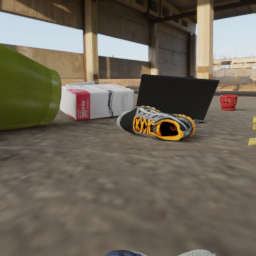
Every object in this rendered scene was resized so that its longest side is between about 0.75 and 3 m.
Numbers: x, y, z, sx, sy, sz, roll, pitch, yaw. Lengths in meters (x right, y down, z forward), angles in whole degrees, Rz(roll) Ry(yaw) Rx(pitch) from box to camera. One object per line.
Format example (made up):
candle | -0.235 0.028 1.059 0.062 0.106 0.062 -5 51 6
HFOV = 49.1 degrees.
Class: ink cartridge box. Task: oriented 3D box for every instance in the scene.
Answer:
ink cartridge box | -1.160 -1.030 10.427 2.307 0.973 1.670 -8 20 -31

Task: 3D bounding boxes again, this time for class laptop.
laptop | 1.301 -0.926 8.847 2.202 1.363 2.352 4 10 -6

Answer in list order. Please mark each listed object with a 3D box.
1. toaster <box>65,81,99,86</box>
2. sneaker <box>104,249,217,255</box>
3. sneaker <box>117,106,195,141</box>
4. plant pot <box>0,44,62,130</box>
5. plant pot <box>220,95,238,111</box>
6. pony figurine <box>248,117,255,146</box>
toaster | -2.023 -1.378 12.411 1.479 1.301 2.290 -6 9 -10
sneaker | 0.100 0.800 1.233 0.507 0.560 1.316 9 12 42
sneaker | 0.556 -0.079 6.300 1.813 0.710 0.700 5 15 23
plant pot | -3.224 -0.997 7.481 2.478 2.574 2.574 8 2 -38
plant pot | 4.573 -1.149 12.764 0.763 0.695 0.763 1 9 0
pony figurine | 2.531 0.043 4.410 1.046 0.871 1.010 9 32 28
